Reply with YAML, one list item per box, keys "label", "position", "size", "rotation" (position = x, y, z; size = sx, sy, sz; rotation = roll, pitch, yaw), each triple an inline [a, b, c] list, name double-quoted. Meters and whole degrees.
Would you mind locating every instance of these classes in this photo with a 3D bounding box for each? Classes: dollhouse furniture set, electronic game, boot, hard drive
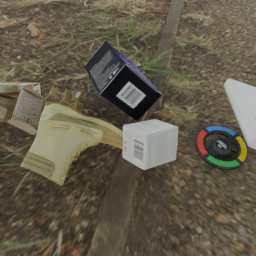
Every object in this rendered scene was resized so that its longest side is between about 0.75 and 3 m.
- label: "dollhouse furniture set"
  position: [-2.422, -0.804, 8.069]
  size: [1.032, 2.114, 1.803]
  rotation: [-18, 54, 37]
- label: "electronic game"
  position: [2.701, 0.529, 8.101]
  size: [1.543, 0.321, 1.543]
  rotation: [3, 52, -4]
- label: "boot"
  position: [-1.319, 0.621, 7.478]
  size: [2.533, 0.922, 1.969]
  rotation: [22, 69, -14]
- label: "hard drive"
  position: [3.906, -0.307, 8.001]
  size: [1.860, 0.371, 2.821]
  rotation: [16, 38, -10]

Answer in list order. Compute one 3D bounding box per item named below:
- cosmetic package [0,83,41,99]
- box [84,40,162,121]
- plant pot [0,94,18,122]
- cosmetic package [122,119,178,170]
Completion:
- label: "cosmetic package"
  position: [-3.862, -1.173, 9.496]
  size: [1.592, 0.695, 0.823]
  rotation: [0, 16, 0]
- label: "box"
  position: [-0.230, -1.532, 8.861]
  size: [1.174, 1.666, 2.251]
  rotation: [-47, 38, 13]
- label: "plant pot"
  position: [-3.869, -0.609, 8.571]
  size: [0.888, 0.771, 0.888]
  rotation: [15, 7, -2]
- label: "cosmetic package"
  position: [0.594, 0.395, 7.528]
  size: [1.172, 0.966, 0.967]
  rotation: [-11, 22, -36]
